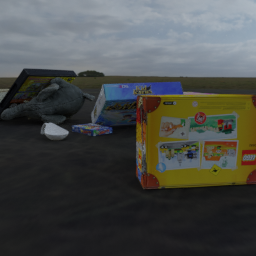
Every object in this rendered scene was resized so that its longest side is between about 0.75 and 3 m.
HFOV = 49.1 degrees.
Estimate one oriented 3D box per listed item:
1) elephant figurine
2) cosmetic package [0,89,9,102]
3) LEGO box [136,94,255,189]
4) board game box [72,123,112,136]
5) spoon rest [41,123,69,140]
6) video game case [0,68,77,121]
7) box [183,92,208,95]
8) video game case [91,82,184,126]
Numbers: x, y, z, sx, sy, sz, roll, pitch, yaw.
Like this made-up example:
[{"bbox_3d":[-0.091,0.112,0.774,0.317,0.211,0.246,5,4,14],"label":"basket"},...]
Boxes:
[{"bbox_3d":[-2.952,-0.800,10.450,1.801,1.974,2.545,45,34,7],"label":"elephant figurine"},{"bbox_3d":[-5.824,-1.030,11.849,1.524,1.076,2.944,-5,7,27],"label":"cosmetic package"},{"bbox_3d":[1.114,0.169,4.524,1.882,1.402,0.726,-1,9,-7],"label":"LEGO box"},{"bbox_3d":[-1.132,0.041,8.759,0.749,0.191,1.106,-9,14,-43],"label":"board game box"},{"bbox_3d":[-2.164,0.081,7.993,0.638,0.390,1.285,-7,11,-37],"label":"spoon rest"},{"bbox_3d":[-3.786,-1.397,11.600,2.623,0.370,2.902,-43,-11,25],"label":"video game case"},{"bbox_3d":[2.649,-1.045,12.518,1.872,1.029,2.128,-5,10,-25],"label":"box"},{"bbox_3d":[0.202,-0.707,9.097,2.469,0.561,2.238,-5,-19,-18],"label":"video game case"}]
